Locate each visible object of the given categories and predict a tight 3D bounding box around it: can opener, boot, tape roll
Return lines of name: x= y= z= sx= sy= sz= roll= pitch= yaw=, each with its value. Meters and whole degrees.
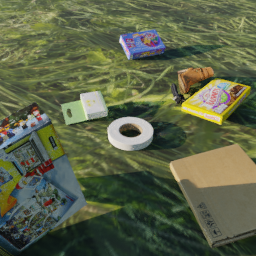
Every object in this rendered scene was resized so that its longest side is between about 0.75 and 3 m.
can opener: x=1.604 y=-1.143 z=9.375 sx=0.355 sy=0.286 sz=0.904 roll=9 pitch=42 yaw=-27
boot: x=2.398 y=-1.760 z=9.836 sx=1.224 sy=0.583 sz=1.582 roll=-7 pitch=35 yaw=12
tape roll: x=0.067 y=0.139 z=7.808 sx=1.277 sy=0.233 sz=1.277 roll=0 pitch=37 yaw=0

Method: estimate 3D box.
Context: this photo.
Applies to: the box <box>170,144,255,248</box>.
box: x=2.124 y=1.297 z=6.025 sx=1.801 sy=0.234 sz=2.203 roll=-14 pitch=37 yaw=-6

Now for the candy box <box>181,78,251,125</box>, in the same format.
candy box: x=2.876 y=-0.944 z=8.955 sx=1.289 sy=0.333 sz=2.521 roll=21 pitch=38 yaw=31

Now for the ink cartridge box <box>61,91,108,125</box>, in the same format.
ink cartridge box: x=-1.349 y=-0.640 z=8.600 sx=1.287 sy=0.309 sz=0.936 roll=-12 pitch=51 yaw=-14

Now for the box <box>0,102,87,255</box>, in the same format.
box: x=-1.734 y=1.025 z=4.452 sx=1.769 sy=2.590 sz=0.488 roll=-33 pitch=54 yaw=-20

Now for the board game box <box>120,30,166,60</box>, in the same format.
board game box: x=0.632 y=-3.684 z=12.325 sx=1.702 sy=0.381 sz=1.144 roll=-15 pitch=65 yaw=-18
